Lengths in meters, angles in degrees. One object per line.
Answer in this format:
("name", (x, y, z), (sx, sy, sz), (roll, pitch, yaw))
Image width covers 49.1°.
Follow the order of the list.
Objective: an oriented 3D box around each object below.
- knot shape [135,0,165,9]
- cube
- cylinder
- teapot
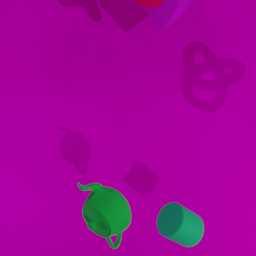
("knot shape", (0.033, -3.112, 4.994), (1.882, 0.929, 2.011), (-1, 87, 36))
("cube", (0.928, -3.106, 5.966), (1.158, 1.158, 1.158), (-42, 89, -14))
("cylinder", (1.206, 2.235, 6.477), (0.790, 0.790, 0.790), (35, 89, -29))
("teapot", (-0.485, 1.615, 5.388), (0.783, 0.994, 1.598), (-35, 108, -43))
